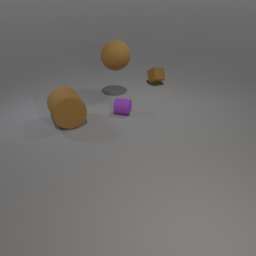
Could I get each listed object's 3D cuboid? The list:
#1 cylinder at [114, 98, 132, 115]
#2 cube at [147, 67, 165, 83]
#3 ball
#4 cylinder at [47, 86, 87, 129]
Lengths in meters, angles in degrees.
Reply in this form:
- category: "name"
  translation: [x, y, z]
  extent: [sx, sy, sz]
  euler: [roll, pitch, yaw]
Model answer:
- category: "cylinder"
  translation: [-0.235, -0.978, 12.676]
  extent: [0.700, 0.700, 0.700]
  euler: [6, 30, 11]
- category: "cube"
  translation: [1.605, -3.002, 15.876]
  extent: [0.700, 0.700, 0.700]
  euler: [-4, -5, -31]
- category: "ball"
  translation: [-0.586, -3.420, 13.219]
  extent: [1.400, 1.400, 1.400]
  euler: [0, 29, 0]
- category: "cylinder"
  translation: [-2.577, -0.870, 11.734]
  extent: [1.400, 1.400, 1.400]
  euler: [-12, 31, -20]
